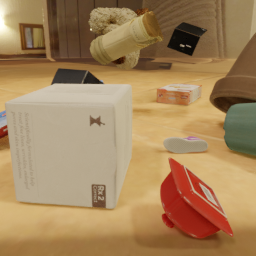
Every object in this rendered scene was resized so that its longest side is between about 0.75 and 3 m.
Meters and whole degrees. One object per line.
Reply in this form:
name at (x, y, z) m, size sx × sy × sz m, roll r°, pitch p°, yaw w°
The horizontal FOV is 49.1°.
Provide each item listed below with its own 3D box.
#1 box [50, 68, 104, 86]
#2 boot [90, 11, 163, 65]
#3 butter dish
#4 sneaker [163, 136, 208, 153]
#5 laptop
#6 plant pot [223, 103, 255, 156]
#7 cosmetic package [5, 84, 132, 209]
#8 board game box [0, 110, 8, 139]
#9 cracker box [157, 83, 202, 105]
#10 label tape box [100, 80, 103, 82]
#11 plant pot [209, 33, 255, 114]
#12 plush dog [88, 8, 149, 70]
box at (-1.417, -1.095, 9.214) m, size 1.362 × 0.960 × 1.841 m, roll 13°, pitch -13°, yaw 34°
boot at (0.024, -2.867, 9.129) m, size 2.084 × 0.976 × 2.681 m, roll -21°, pitch 14°, yaw 20°
butter dish at (0.797, 1.106, 3.952) m, size 1.040 × 0.770 × 1.042 m, roll 38°, pitch 16°, yaw -16°
sneaker at (1.360, 0.385, 6.903) m, size 1.065 × 0.386 × 0.607 m, roll 6°, pitch 11°, yaw -4°
laptop at (2.052, -3.105, 9.714) m, size 0.960 × 1.083 × 0.559 m, roll 27°, pitch 11°, yaw 21°
plant pot at (3.097, 0.031, 6.314) m, size 1.528 × 1.528 × 1.497 m, roll -16°, pitch 16°, yaw -42°
cosmetic package at (-0.881, 0.157, 5.224) m, size 1.723 × 1.722 × 2.089 m, roll 2°, pitch 16°, yaw 7°
board game box at (-3.064, -0.213, 7.285) m, size 2.816 × 0.274 × 1.450 m, roll -30°, pitch 29°, yaw -19°
cracker box at (2.357, -1.575, 12.676) m, size 1.448 × 0.624 × 2.162 m, roll 9°, pitch 20°, yaw 27°
label tape box at (-2.025, -2.516, 16.134) m, size 1.200 × 0.397 × 0.860 m, roll -4°, pitch 17°, yaw -6°
plant pot at (3.924, -1.421, 7.838) m, size 2.640 × 2.302 × 2.640 m, roll 22°, pitch -5°, yaw 2°
plush dog at (-0.097, -3.507, 11.341) m, size 2.152 × 2.304 × 2.682 m, roll -2°, pitch 1°, yaw 25°
